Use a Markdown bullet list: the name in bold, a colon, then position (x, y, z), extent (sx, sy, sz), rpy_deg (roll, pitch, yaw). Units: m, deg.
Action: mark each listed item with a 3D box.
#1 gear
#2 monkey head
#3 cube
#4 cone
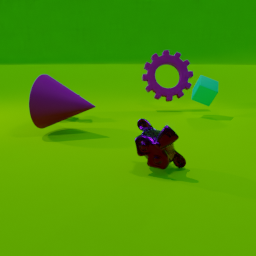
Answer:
- **gear**: position (1.635, -2.148, 11.619), extent (2.051, 2.051, 0.379), rpy_deg (-1, -2, -3)
- **monkey head**: position (0.648, 0.284, 5.439), extent (1.326, 0.954, 0.799), rpy_deg (46, 30, 7)
- **cube**: position (2.844, -1.377, 10.351), extent (0.719, 0.719, 0.719), rpy_deg (21, 44, 0)
- **cone**: position (-1.668, -0.675, 7.929), extent (1.577, 1.571, 1.571), rpy_deg (6, 15, 11)
